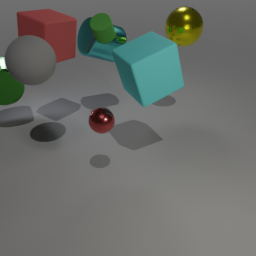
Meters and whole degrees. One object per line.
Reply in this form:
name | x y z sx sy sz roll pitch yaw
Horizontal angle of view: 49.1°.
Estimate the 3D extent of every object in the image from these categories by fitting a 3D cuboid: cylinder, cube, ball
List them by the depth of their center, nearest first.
ball | -0.700 -0.196 7.451 0.700 0.700 0.700 0 29 0
ball | -2.780 -1.931 8.052 1.400 1.400 1.400 0 29 0
cube | 0.572 -1.718 8.096 1.400 1.400 1.400 -28 39 -10
cylinder | -0.814 -3.226 9.100 0.700 0.700 0.700 -4 69 11
cube | -2.762 -3.155 9.622 1.400 1.400 1.400 28 37 25
ball | 2.066 -3.729 10.351 1.400 1.400 1.400 0 29 0
cylinder | -4.676 -1.763 10.450 1.400 1.400 1.400 -12 36 -20
cylinder | -1.008 -3.342 10.735 1.400 1.400 1.400 3 22 -39
